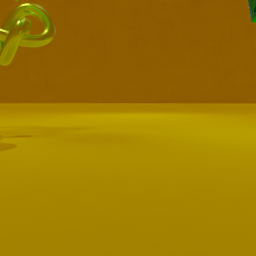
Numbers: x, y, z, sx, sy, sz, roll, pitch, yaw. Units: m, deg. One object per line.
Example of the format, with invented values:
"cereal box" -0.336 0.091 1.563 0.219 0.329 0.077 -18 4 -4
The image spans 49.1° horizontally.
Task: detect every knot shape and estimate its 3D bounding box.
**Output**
"knot shape" -2.726 -2.207 6.695 1.875 0.866 1.755 -15 43 1

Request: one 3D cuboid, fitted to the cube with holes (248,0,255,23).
"cube with holes" 3.055 -2.703 5.389 1.005 1.005 1.005 5 -22 -10
